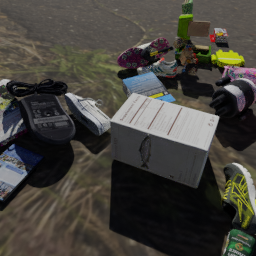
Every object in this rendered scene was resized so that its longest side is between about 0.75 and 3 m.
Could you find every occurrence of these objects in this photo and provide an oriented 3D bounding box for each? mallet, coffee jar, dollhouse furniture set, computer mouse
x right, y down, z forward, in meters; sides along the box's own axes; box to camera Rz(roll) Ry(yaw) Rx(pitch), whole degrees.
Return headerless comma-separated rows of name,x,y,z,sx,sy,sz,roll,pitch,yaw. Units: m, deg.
mallet,1.018,-2.770,10.144,0.542,0.339,1.646,21,-8,-22
coffee jar,2.053,2.491,5.338,0.526,0.430,1.008,22,47,23
dollhouse furniture set,2.904,-4.289,11.869,1.409,1.839,2.807,8,42,10
computer mouse,-2.381,-0.354,8.185,1.888,0.719,2.726,-5,47,-32

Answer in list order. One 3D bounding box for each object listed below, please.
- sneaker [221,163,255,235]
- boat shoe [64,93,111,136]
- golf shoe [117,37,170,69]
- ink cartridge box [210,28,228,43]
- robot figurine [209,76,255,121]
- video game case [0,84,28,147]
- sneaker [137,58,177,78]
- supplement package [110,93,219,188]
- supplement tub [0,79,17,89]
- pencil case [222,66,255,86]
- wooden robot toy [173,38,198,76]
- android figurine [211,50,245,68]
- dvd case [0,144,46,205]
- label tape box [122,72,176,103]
sneaker,2.415,1.513,6.255,0.762,0.670,1.800,-3,42,-3
boat shoe,-1.142,-0.576,8.575,0.815,0.706,1.911,-31,52,-30
golf shoe,0.566,-2.931,11.301,2.219,0.836,1.015,-22,13,-12
ink cartridge box,4.206,-4.305,13.021,0.716,0.342,0.816,4,42,6
robot figurine,3.298,-0.923,8.766,1.615,1.214,1.008,-28,32,-27
video game case,-3.896,-0.248,8.037,1.689,0.334,1.863,46,56,11
sneaker,1.100,-2.310,10.500,1.536,0.718,0.541,4,42,3
supplement package,0.885,0.264,7.119,2.342,1.369,1.374,17,45,18
supplement tub,-4.133,-1.066,9.157,0.654,0.654,0.991,7,42,8
pencil case,4.239,-1.803,9.923,1.753,0.766,0.766,4,42,3
wooden robot toy,2.288,-2.825,10.543,0.732,0.754,1.662,-12,67,-11
android figurine,4.036,-2.750,11.316,1.311,0.296,1.440,3,41,3
dvd case,-3.016,1.109,7.112,1.121,0.138,1.572,18,45,18
label tape box,0.623,-1.033,8.821,1.112,0.488,1.542,-18,51,-16
